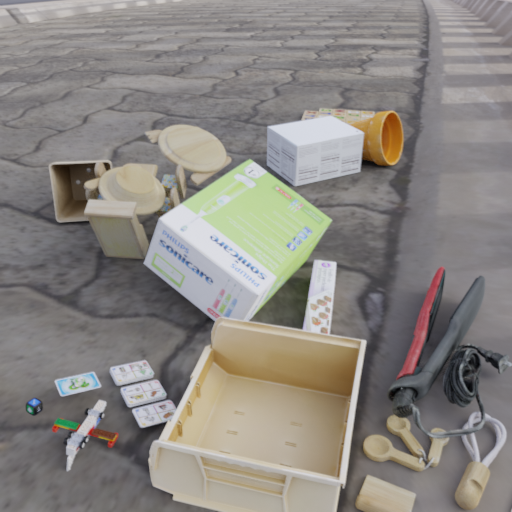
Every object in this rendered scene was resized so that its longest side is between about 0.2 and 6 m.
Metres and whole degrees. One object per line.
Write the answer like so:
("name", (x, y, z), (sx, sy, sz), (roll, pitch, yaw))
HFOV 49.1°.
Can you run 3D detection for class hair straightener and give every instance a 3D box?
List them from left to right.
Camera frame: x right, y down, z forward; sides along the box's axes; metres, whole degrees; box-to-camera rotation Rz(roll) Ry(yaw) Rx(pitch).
("hair straightener", (2.855, 1.270, 7.854), (1.399, 0.744, 3.635), (12, 29, 24))

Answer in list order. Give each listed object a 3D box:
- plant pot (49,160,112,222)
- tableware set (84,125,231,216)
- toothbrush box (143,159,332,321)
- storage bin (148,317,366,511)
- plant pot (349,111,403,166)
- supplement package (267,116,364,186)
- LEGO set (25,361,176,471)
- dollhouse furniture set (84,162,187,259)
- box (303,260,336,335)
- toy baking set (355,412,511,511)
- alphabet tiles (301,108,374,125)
("plant pot", (-3.651, -1.500, 12.074), (1.239, 1.240, 1.098), (-4, 20, -8))
("tableware set", (-1.119, -1.159, 11.017), (3.842, 0.446, 3.209), (41, 45, 12))
("toothbrush box", (-0.234, -0.258, 9.455), (1.928, 1.140, 2.648), (37, 41, 9))
("storage bin", (0.087, 1.893, 6.748), (2.151, 1.016, 2.167), (8, 33, 12))
("plant pot", (2.944, -3.002, 14.438), (1.228, 1.341, 1.341), (6, 29, 38))
("supplement package", (1.433, -2.655, 13.959), (1.914, 1.061, 1.491), (-15, 35, -23))
("LEGO set", (-2.035, 2.023, 7.320), (1.716, 0.421, 1.282), (-7, 30, -32))
("dollhouse furniture set", (-2.402, -1.125, 10.648), (1.714, 1.299, 1.955), (4, 56, 5))
("box", (1.038, 0.783, 9.090), (0.397, 0.425, 2.052), (5, 33, 8))
("toy baking set", (2.363, 2.523, 6.414), (2.510, 0.292, 1.926), (1, 32, 1))
("alphabet tiles", (2.758, -4.200, 17.177), (2.655, 0.084, 2.210), (6, 28, 8))
